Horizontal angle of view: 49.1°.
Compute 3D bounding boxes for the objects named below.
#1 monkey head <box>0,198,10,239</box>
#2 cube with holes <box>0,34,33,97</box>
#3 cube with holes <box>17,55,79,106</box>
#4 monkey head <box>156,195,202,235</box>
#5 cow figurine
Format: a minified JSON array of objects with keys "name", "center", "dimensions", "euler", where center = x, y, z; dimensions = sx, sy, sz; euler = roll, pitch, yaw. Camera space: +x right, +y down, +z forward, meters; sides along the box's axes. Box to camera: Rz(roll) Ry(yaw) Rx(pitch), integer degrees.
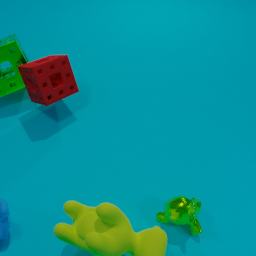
[{"name":"monkey head","center":[-2.565,1.674,5.108],"dimensions":[0.744,0.888,1.234],"euler":[-7,51,-35]},{"name":"cube with holes","center":[-3.330,-1.705,7.613],"dimensions":[1.170,1.170,1.170],"euler":[-25,33,-9]},{"name":"cube with holes","center":[-2.015,-1.237,7.108],"dimensions":[0.962,0.962,0.962],"euler":[-31,29,-31]},{"name":"monkey head","center":[1.057,1.678,5.318],"dimensions":[0.652,1.083,0.779],"euler":[-1,66,-37]},{"name":"cow figurine","center":[-0.201,1.900,4.837],"dimensions":[1.696,1.669,0.931],"euler":[-4,53,36]}]
